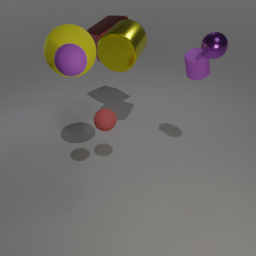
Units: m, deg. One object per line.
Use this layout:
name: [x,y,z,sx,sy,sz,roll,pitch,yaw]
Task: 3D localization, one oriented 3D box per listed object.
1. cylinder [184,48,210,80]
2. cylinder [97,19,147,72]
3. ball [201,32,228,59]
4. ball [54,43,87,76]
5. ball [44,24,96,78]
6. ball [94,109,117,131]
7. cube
cylinder: [2.069,-1.912,8.367,0.700,0.700,0.700,-11,43,10]
cylinder: [-0.176,-2.869,9.755,1.400,1.400,1.400,10,41,16]
ball: [2.307,-2.202,7.482,0.700,0.700,0.700,0,31,0]
ball: [-1.242,-1.476,6.089,0.700,0.700,0.700,0,31,0]
ball: [-1.570,-2.084,7.629,1.400,1.400,1.400,0,31,0]
ball: [-0.700,-0.245,8.567,0.700,0.700,0.700,0,31,0]
cube: [-0.653,-3.566,11.355,1.400,1.400,1.400,-41,38,-16]
